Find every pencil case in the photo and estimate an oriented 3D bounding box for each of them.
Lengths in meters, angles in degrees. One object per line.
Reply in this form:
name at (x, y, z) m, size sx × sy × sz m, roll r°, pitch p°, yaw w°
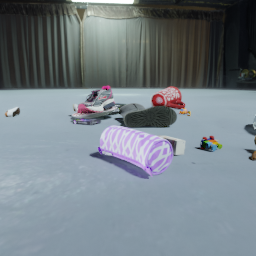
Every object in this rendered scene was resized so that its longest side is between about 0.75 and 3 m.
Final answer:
pencil case at (0.099, 0.479, 6.686) m, size 0.880 × 0.864 × 2.059 m, roll -37°, pitch 28°, yaw -28°

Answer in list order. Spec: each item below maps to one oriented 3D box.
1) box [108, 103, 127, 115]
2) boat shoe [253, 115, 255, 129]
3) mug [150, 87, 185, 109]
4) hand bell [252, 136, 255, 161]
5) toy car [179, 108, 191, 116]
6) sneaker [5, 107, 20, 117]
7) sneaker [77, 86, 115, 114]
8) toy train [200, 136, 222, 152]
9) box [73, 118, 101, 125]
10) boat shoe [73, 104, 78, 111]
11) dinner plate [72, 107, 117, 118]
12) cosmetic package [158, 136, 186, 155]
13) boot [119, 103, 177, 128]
box at (-1.187, -1.149, 16.293) m, size 2.021 × 0.480 × 1.952 m, roll 7°, pitch 11°, yaw 35°
boat shoe at (5.356, -0.156, 10.834) m, size 0.845 × 0.996 × 2.736 m, roll -44°, pitch -4°, yaw 29°
mug at (2.586, -1.855, 17.817) m, size 1.838 × 1.382 × 2.071 m, roll 5°, pitch 15°, yaw 33°
hand bell at (3.513, 0.587, 7.447) m, size 0.596 × 0.596 × 1.145 m, roll 8°, pitch 27°, yaw 37°
toy car at (3.243, -0.897, 15.262) m, size 0.540 × 0.366 × 1.101 m, roll -5°, pitch 11°, yaw -23°
sneaker at (-6.139, -0.870, 14.864) m, size 0.522 × 0.449 × 1.234 m, roll 3°, pitch 12°, yaw 0°
sneaker at (-1.592, -1.324, 13.471) m, size 1.126 × 1.042 × 2.792 m, roll -2°, pitch 16°, yaw 23°
toy train at (2.562, 0.463, 8.187) m, size 0.838 × 0.355 × 0.485 m, roll -6°, pitch 23°, yaw -32°
box at (-1.824, -0.291, 12.517) m, size 1.035 × 0.187 × 0.740 m, roll 7°, pitch 12°, yaw 26°
boat shoe at (-2.632, -1.071, 14.934) m, size 0.392 × 0.429 × 1.147 m, roll -8°, pitch -4°, yaw 6°
dinner plate at (-1.653, -0.751, 14.094) m, size 2.303 × 0.279 × 2.303 m, roll -10°, pitch 11°, yaw 2°
cosmetic package at (1.180, 0.471, 7.791) m, size 0.346 × 0.410 × 0.794 m, roll 1°, pitch 7°, yaw -37°
boot at (0.785, -0.627, 12.669) m, size 2.407 × 0.961 × 2.647 m, roll 0°, pitch 6°, yaw -2°
